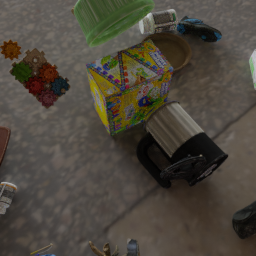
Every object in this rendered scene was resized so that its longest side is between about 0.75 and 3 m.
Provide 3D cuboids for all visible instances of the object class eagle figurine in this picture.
[{"bbox_3d":[0.077,3.766,7.303,1.637,2.158,1.628,26,63,-34],"label":"eagle figurine"}]

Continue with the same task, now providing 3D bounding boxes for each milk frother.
[{"bbox_3d":[1.520,0.448,8.859,2.455,2.720,2.558,-33,65,-13],"label":"milk frother"}]

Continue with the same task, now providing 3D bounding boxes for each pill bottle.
[{"bbox_3d":[1.380,-4.863,12.892,1.609,0.910,0.910,-13,61,-8],"label":"pill bottle"},{"bbox_3d":[-4.021,2.263,9.056,0.532,0.532,0.914,10,61,6],"label":"pill bottle"}]

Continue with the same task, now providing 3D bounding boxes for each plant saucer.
[{"bbox_3d":[1.597,-3.283,12.324,2.352,0.347,2.352,0,61,1],"label":"plant saucer"}]

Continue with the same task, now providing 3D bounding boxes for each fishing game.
[{"bbox_3d":[-2.403,4.187,8.165,0.969,0.210,1.354,-25,56,-14],"label":"fishing game"}]

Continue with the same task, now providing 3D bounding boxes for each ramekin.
[{"bbox_3d":[-0.546,-4.084,9.696,2.697,2.697,1.317,-34,99,-18],"label":"ramekin"}]

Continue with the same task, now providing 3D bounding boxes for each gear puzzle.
[{"bbox_3d":[-2.705,-1.654,8.155,1.159,2.238,0.293,-45,30,-8],"label":"gear puzzle"}]

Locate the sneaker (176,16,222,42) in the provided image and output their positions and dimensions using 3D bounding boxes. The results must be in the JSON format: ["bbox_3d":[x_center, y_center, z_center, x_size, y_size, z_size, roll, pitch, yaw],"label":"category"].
[{"bbox_3d":[3.335,-4.615,12.833,2.106,0.771,0.863,24,63,13],"label":"sneaker"}]

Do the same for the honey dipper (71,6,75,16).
[{"bbox_3d":[-1.447,-5.052,10.722,0.383,0.383,2.017,28,70,15],"label":"honey dipper"}]

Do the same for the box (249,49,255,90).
[{"bbox_3d":[5.947,-2.395,11.558,1.426,0.781,1.616,2,61,2],"label":"box"}]

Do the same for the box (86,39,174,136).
[{"bbox_3d":[0.060,-1.333,9.941,2.438,2.531,1.544,-24,63,-13],"label":"box"}]

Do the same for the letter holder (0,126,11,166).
[{"bbox_3d":[-4.914,1.340,9.103,1.990,1.408,2.799,9,61,3],"label":"letter holder"}]

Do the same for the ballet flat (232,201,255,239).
[{"bbox_3d":[4.424,2.644,8.872,2.598,0.863,0.738,-21,103,-10],"label":"ballet flat"}]
